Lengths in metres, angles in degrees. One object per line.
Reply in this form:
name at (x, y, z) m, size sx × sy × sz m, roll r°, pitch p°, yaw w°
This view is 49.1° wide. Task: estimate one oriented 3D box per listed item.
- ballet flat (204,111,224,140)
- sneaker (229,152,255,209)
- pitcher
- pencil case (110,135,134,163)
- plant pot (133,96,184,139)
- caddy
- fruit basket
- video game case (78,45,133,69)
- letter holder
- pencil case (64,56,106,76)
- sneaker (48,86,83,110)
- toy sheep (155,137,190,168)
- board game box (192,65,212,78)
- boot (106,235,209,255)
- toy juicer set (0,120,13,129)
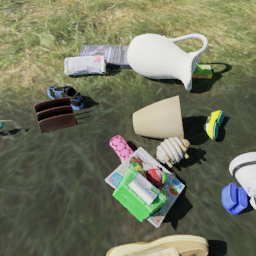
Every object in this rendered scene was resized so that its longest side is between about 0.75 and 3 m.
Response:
ballet flat at (2.760, -0.092, 9.156) m, size 0.490 × 0.489 × 1.463 m, roll -1°, pitch 33°, yaw 33°
sneaker at (4.124, 1.317, 7.113) m, size 2.683 × 1.008 × 1.542 m, roll -7°, pitch 42°, yaw 0°
pitcher at (1.592, -2.996, 11.235) m, size 2.779 × 1.685 × 2.384 m, roll 23°, pitch 74°, yaw 19°
pencil case at (-0.162, 0.669, 8.246) m, size 0.484 × 0.469 × 1.033 m, roll -28°, pitch 45°, yaw -13°
plant pot at (0.940, -0.228, 8.741) m, size 1.467 × 1.374 × 1.374 m, roll -7°, pitch 40°, yaw 12°
caddy at (2.643, 1.777, 7.017) m, size 0.550 × 0.409 × 0.778 m, roll 28°, pitch 43°, yaw -4°
fruit basket at (0.513, 1.325, 6.862) m, size 1.599 × 0.809 × 1.727 m, roll 42°, pitch 44°, yaw 10°
video game case at (-0.905, -3.321, 12.924) m, size 2.682 × 0.254 × 1.916 m, roll 1°, pitch 41°, yaw 2°
letter holder at (-2.391, -0.460, 9.208) m, size 1.190 × 0.846 × 0.598 m, roll -14°, pitch 43°, yaw -16°
pencil case at (-1.773, -2.586, 11.729) m, size 1.746 × 0.726 × 0.792 m, roll -3°, pitch 78°, yaw -4°
sneaker at (-2.325, -1.298, 10.289) m, size 1.729 × 0.674 × 0.606 m, roll 25°, pitch 48°, yaw 25°
toy sheep at (1.217, 0.671, 7.896) m, size 1.173 × 0.808 × 0.808 m, roll -26°, pitch 45°, yaw -6°
board game box at (2.668, -2.430, 11.916) m, size 1.694 × 0.254 × 0.809 m, roll 5°, pitch 42°, yaw 2°
boot at (0.709, 2.996, 5.331) m, size 2.117 × 0.770 × 1.645 m, roll -6°, pitch 42°, yaw -6°
toy juicer set at (-4.099, -0.107, 8.827) m, size 0.758 × 0.482 × 0.206 m, roll -35°, pitch 66°, yaw 11°
